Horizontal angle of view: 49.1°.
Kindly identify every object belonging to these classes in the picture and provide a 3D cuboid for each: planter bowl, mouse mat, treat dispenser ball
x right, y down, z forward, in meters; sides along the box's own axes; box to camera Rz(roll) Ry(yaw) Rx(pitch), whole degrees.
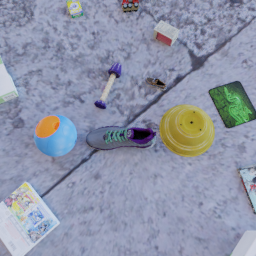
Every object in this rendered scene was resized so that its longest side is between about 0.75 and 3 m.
[{"bbox_3d":[2.323,-0.074,10.592,2.188,0.911,2.188,0,70,-1],"label":"planter bowl"},{"bbox_3d":[4.269,-0.985,11.361,1.473,0.069,1.830,-19,73,-7],"label":"mouse mat"},{"bbox_3d":[-2.619,0.281,10.148,1.517,1.517,1.517,0,71,0],"label":"treat dispenser ball"}]

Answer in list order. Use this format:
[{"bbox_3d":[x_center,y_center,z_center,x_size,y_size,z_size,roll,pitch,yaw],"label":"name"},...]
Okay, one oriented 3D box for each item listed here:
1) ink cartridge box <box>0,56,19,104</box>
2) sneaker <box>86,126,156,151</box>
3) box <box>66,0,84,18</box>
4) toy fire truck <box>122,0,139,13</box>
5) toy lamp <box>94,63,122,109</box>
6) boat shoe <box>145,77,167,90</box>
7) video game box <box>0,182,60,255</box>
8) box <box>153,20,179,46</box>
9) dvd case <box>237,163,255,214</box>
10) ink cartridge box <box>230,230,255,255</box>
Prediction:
[{"bbox_3d":[-5.507,-1.899,11.459,1.398,0.461,1.921,-25,73,-8],"label":"ink cartridge box"},{"bbox_3d":[-0.269,0.236,10.345,2.640,1.156,0.983,-2,71,-1],"label":"sneaker"},{"bbox_3d":[-2.458,-5.561,12.867,0.591,0.244,1.008,-19,70,-7],"label":"box"},{"bbox_3d":[0.077,-5.785,12.847,0.773,0.565,0.878,-7,81,-2],"label":"toy fire truck"},{"bbox_3d":[-0.750,-1.745,11.363,0.583,0.583,2.003,18,72,6],"label":"toy lamp"},{"bbox_3d":[1.158,-1.897,11.522,0.952,0.345,0.344,23,72,8],"label":"boat shoe"},{"bbox_3d":[-3.639,3.161,9.701,1.749,0.449,1.920,-41,76,-10],"label":"video game box"},{"bbox_3d":[1.650,-4.118,12.206,0.953,0.519,0.609,33,74,11],"label":"box"},{"bbox_3d":[4.872,2.134,10.198,1.247,0.188,1.708,-13,70,-5],"label":"dvd case"},{"bbox_3d":[4.560,4.930,8.680,2.812,1.181,2.046,38,75,12],"label":"ink cartridge box"}]
